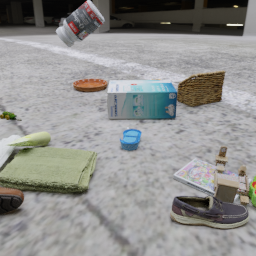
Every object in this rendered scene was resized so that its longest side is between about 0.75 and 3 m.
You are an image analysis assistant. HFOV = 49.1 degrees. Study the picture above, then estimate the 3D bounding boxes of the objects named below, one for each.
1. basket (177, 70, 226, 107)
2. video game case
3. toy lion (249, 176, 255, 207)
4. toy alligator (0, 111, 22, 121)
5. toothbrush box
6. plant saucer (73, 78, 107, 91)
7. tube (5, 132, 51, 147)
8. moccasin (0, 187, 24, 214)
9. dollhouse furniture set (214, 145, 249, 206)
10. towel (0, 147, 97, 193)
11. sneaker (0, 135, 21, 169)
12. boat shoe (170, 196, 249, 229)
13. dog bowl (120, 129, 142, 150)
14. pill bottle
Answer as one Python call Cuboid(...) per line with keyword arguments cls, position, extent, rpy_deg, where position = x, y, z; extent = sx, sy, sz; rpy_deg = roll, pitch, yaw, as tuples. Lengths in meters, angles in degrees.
Cuboid(cls="basket", position=(3.574, -2.167, 14.064), extent=(2.175, 1.620, 1.552), rpy_deg=(-13, 27, -25))
Cuboid(cls="video game case", position=(2.323, 1.410, 7.758), extent=(1.740, 0.157, 1.246), rpy_deg=(20, 31, 37))
Cuboid(cls="toy lion", position=(4.239, 1.618, 6.763), extent=(2.249, 0.772, 2.155), rpy_deg=(20, 38, 37))
Cuboid(cls="toy alligator", position=(-5.040, -0.539, 12.011), extent=(1.191, 0.286, 0.395), rpy_deg=(9, 26, 19))
Cuboid(cls="toothbrush box", position=(0.578, -1.340, 12.637), extent=(2.941, 1.254, 2.153), rpy_deg=(-1, 23, 1))
Cuboid(cls="plant saucer", position=(-2.213, -2.524, 16.481), extent=(2.018, 0.326, 2.018), rpy_deg=(-1, 24, 0))
Cuboid(cls="tube", position=(-3.060, 0.384, 8.942), extent=(0.475, 0.531, 1.828), rpy_deg=(37, 9, 6))
Cuboid(cls="moccasin", position=(-3.466, 1.611, 6.701), extent=(2.058, 0.753, 0.795), rpy_deg=(-6, 31, 11))
Cuboid(cls="dollhouse furniture set", position=(2.660, 1.183, 7.133), extent=(0.850, 0.726, 1.640), rpy_deg=(10, 35, 12))
Cuboid(cls="towel", position=(-2.206, 1.153, 7.976), extent=(2.523, 0.460, 1.872), rpy_deg=(3, 25, 5))
Cuboid(cls="sneaker", position=(-4.089, 0.543, 8.473), extent=(1.155, 0.737, 1.999), rpy_deg=(33, 20, -14))
Cuboid(cls="boat shoe", position=(1.849, 1.823, 6.302), extent=(1.757, 0.569, 0.632), rpy_deg=(2, 24, 5))
Cuboid(cls="dog bowl", position=(0.103, 0.409, 9.850), extent=(0.680, 0.302, 1.220), rpy_deg=(4, 24, 10))
Cuboid(cls="pill bottle", position=(-2.233, -4.808, 13.078), extent=(2.093, 1.213, 1.213), rpy_deg=(-35, 21, 12))
